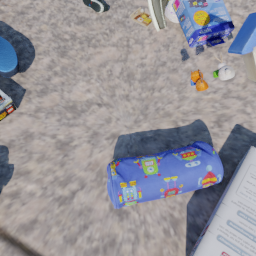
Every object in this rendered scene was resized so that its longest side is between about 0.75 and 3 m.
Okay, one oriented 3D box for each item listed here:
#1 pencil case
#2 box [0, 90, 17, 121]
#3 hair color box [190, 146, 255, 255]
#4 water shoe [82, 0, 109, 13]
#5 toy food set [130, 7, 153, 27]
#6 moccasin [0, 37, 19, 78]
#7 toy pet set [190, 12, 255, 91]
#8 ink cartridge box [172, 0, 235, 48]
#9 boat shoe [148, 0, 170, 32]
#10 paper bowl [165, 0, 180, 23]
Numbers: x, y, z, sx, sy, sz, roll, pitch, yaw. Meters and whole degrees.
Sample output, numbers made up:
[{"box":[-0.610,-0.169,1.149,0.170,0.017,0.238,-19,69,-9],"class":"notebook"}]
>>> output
[{"box":[0.808,1.014,6.508,2.683,1.047,1.165,-12,58,-8],"class":"pencil case"},{"box":[-4.826,-0.313,7.661,1.925,0.561,2.812,37,64,21],"class":"box"},{"box":[2.620,1.981,5.973,1.464,0.897,2.958,31,61,18],"class":"hair color box"},{"box":[-1.269,-4.800,10.737,0.524,0.475,1.329,-19,58,-40],"class":"water shoe"},{"box":[0.623,-4.099,10.305,0.898,0.271,0.644,34,63,20],"class":"toy food set"},{"box":[-4.228,-2.393,8.850,1.080,0.915,2.685,-32,63,-27],"class":"moccasin"},{"box":[2.089,-1.463,5.068,1.985,1.054,1.853,-20,16,8],"class":"toy pet set"},{"box":[2.585,-3.640,9.445,1.421,0.795,2.083,-18,83,-12],"class":"ink cartridge box"},{"box":[0.793,-3.657,7.385,0.646,0.773,2.162,-10,87,9],"class":"boat shoe"},{"box":[1.821,-4.237,10.260,0.954,0.496,0.954,1,57,-1],"class":"paper bowl"}]
